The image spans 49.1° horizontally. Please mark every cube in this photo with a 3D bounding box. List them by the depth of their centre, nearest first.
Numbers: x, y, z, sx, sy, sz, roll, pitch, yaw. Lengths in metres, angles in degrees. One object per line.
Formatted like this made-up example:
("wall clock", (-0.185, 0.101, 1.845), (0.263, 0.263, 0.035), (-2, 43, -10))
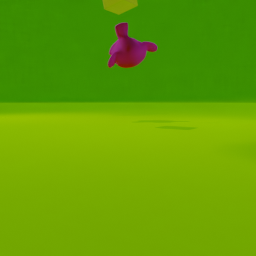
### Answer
("cube", (-0.255, -3.784, 7.987), (0.719, 0.719, 0.719), (-10, 1, 35))

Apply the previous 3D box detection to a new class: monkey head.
("monkey head", (-0.002, -2.850, 9.793), (1.952, 1.404, 1.176), (-23, 48, -15))
